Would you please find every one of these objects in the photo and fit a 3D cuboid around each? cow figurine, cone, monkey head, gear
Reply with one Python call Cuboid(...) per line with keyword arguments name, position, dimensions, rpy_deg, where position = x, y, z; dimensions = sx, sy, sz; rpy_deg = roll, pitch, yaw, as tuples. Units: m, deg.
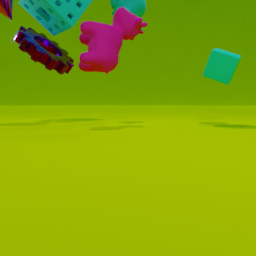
Cuboid(name="cow figurine", position=(-0.313, -1.872, 6.090), dimensions=(1.480, 1.504, 0.825), rpy_deg=(1, -13, -13))
Cuboid(name="cone", position=(-3.261, -3.340, 6.968), dimensions=(1.597, 1.597, 1.603), rpy_deg=(1, -29, 7))
Cuboid(name="monkey head", position=(0.099, -3.164, 7.445), dimensions=(0.918, 1.523, 1.096), rpy_deg=(-21, 45, -11))
Cuboid(name="gear", position=(-2.537, -2.385, 8.627), dimensions=(1.852, 0.342, 1.852), rpy_deg=(35, 20, -15))

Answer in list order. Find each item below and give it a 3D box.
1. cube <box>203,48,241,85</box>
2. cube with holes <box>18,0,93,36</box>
Cuboid(name="cube", position=(2.680, -1.770, 7.982), dimensions=(0.767, 0.767, 0.767), rpy_deg=(24, 26, 16))
Cuboid(name="cube with holes", position=(-2.146, -3.943, 8.538), dimensions=(1.397, 1.397, 1.397), rpy_deg=(41, -20, -32))
